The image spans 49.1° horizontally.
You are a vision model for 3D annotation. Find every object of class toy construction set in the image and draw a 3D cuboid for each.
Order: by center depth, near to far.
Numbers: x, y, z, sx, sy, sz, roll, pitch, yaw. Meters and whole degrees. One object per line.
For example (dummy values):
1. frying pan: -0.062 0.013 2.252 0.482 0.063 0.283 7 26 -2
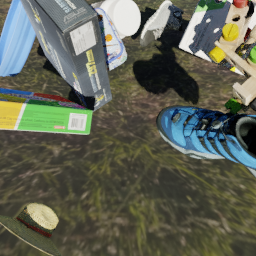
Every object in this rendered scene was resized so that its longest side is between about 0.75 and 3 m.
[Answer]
1. toy construction set: 2.304 -1.329 5.617 2.097 1.932 2.515 39 10 -3

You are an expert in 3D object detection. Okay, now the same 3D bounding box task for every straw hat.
1. straw hat: -1.216 1.247 3.765 1.066 1.066 0.451 21 67 25

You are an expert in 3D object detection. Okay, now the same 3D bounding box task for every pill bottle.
1. pill bottle: -0.758 -3.748 9.862 1.350 1.350 2.374 -30 27 -33

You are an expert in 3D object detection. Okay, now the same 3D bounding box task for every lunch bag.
1. lunch bag: -0.927 -2.428 8.169 1.442 0.680 1.799 -26 78 10

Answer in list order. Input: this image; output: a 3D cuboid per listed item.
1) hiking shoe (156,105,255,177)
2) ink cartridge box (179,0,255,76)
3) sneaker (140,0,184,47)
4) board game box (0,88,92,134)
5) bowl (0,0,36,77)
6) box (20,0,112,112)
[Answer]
1. hiking shoe: 1.740 0.046 4.840 2.872 1.245 1.068 20 69 29
2. ink cartridge box: 2.843 -2.461 7.226 2.530 1.832 1.062 24 20 1
3. sneaker: 1.319 -3.578 9.971 1.134 0.737 1.963 32 84 15
4. board game box: -2.003 -0.411 5.831 1.789 0.471 2.338 5 11 -30
5. bowl: -3.109 -2.795 7.966 0.557 2.840 2.840 16 28 -32
6. box: -1.352 -1.876 5.996 0.724 2.839 2.239 -34 70 -13
